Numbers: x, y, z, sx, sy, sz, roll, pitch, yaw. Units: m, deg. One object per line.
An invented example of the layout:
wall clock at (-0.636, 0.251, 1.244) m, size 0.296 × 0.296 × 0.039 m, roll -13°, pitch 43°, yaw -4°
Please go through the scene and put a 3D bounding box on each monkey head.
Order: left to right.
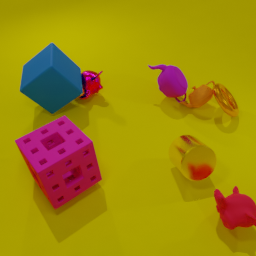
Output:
monkey head at (-1.407, -1.487, 9.578) m, size 1.410 × 0.850 × 1.015 m, roll -7°, pitch 30°, yaw 30°
monkey head at (2.423, 1.736, 6.310) m, size 0.841 × 1.004 × 1.395 m, roll -23°, pitch 21°, yaw 8°

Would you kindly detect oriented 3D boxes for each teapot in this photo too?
teapot at (1.381, -1.528, 9.309) m, size 0.870 × 1.776 × 1.104 m, roll -28°, pitch 22°, yaw 33°
teapot at (2.333, -1.078, 9.288) m, size 1.367 × 0.850 × 0.669 m, roll -38°, pitch 92°, yaw 3°

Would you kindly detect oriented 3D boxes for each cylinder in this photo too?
cylinder at (1.652, 0.755, 7.284) m, size 0.953 × 0.953 × 0.953 m, roll -10°, pitch 17°, yaw -9°

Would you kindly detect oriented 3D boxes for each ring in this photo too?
ring at (3.131, -0.897, 8.950) m, size 1.237 × 0.247 × 1.237 m, roll 31°, pitch 40°, yaw -31°

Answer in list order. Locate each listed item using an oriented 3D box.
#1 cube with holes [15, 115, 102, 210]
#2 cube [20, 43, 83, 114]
cube with holes at (-1.672, 0.809, 6.907) m, size 1.362 × 1.362 × 1.362 m, roll -30°, pitch 45°, yaw -24°
cube at (-2.391, -1.543, 8.843) m, size 1.338 × 1.338 × 1.338 m, roll -31°, pitch 45°, yaw 19°
